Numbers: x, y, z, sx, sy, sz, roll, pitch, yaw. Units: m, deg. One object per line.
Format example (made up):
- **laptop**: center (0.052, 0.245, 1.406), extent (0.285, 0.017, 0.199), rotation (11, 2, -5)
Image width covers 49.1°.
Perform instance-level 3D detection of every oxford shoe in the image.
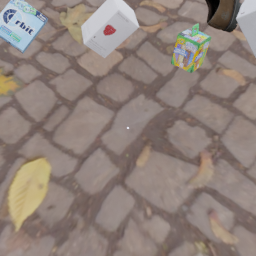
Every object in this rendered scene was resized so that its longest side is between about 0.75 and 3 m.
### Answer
- **oxford shoe**: center (2.366, -3.547, 6.937), extent (0.899, 0.774, 2.130), rotation (6, 90, -13)

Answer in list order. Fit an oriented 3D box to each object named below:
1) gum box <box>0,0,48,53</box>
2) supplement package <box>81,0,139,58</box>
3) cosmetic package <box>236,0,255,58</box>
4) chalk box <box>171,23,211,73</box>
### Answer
- **gum box**: center (-2.220, -2.119, 5.727), extent (0.759, 0.199, 0.893), rotation (35, 76, -15)
- **supplement package**: center (-0.487, -2.623, 7.264), extent (1.283, 0.778, 0.768), rotation (-35, 50, 29)
- **cosmetic package**: center (2.976, -1.985, 5.909), extent (0.581, 1.630, 0.827), rotation (-5, 48, 49)
- **chalk box**: center (1.152, -1.473, 5.039), extent (0.470, 0.759, 0.472), rotation (33, 48, 23)
